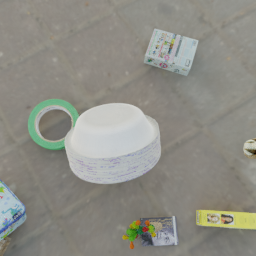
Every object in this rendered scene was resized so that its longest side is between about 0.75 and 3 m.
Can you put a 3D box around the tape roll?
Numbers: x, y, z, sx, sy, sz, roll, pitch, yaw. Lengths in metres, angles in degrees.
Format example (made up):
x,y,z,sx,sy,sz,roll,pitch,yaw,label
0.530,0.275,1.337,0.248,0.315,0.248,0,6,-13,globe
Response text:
x,y,z,sx,sy,sz,roll,pitch,yaw,label
-2.088,-0.096,8.015,1.442,0.347,1.442,1,79,-6,tape roll

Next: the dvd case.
x,y,z,sx,sy,sz,roll,pitch,yaw,label
0.826,2.725,7.412,0.964,0.077,0.717,-2,73,-1,dvd case

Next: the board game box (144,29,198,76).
x,y,z,sx,sy,sz,roll,pitch,yaw,label
1.337,-2.368,8.734,1.431,0.460,1.056,18,74,4,board game box

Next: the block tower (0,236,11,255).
x,y,z,sx,sy,sz,roll,pitch,yaw,label
-3.568,3.429,7.007,0.479,0.448,1.657,22,75,6,block tower

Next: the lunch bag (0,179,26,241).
x,y,z,sx,sy,sz,roll,pitch,yaw,label
-3.410,2.071,7.085,1.466,0.604,1.178,41,53,19,lunch bag

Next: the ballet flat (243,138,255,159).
x,y,z,sx,sy,sz,roll,pitch,yaw,label
3.298,0.458,7.082,0.554,1.698,0.599,13,78,-8,ballet flat

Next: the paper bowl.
x,y,z,sx,sy,sz,roll,pitch,yaw,label
-0.384,0.208,6.906,2.339,2.339,1.216,-8,117,-2,paper bowl

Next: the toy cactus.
x,y,z,sx,sy,sz,roll,pitch,yaw,label
0.442,2.578,6.992,0.978,1.185,0.606,0,58,-30,toy cactus

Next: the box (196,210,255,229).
x,y,z,sx,sy,sz,roll,pitch,yaw,label
2.647,2.373,7.248,1.637,0.616,0.410,2,73,2,box
